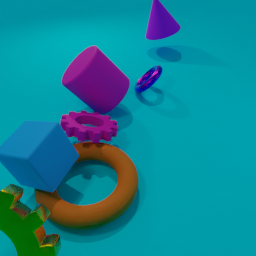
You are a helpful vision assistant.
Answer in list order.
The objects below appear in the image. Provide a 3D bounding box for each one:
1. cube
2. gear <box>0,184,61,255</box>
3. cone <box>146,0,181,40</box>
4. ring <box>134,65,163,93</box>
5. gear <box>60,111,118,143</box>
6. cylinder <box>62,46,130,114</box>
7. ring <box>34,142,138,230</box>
[{"bbox_3d":[-1.659,0.498,5.209,0.915,0.915,0.915,3,44,32],"label":"cube"},{"bbox_3d":[-1.946,1.733,3.798,1.964,1.964,0.363,-2,3,-2],"label":"gear"},{"bbox_3d":[1.125,-4.150,10.223,1.358,1.363,1.358,-14,36,10],"label":"cone"},{"bbox_3d":[0.612,-1.476,8.469,1.076,0.215,1.076,-41,19,17],"label":"ring"},{"bbox_3d":[-0.885,-0.055,6.414,1.288,0.238,1.288,9,22,-4],"label":"gear"},{"bbox_3d":[-0.841,-1.247,7.401,1.301,1.301,1.301,-32,36,27],"label":"cylinder"},{"bbox_3d":[-0.822,1.054,5.633,2.062,0.412,2.062,-1,41,1],"label":"ring"}]
